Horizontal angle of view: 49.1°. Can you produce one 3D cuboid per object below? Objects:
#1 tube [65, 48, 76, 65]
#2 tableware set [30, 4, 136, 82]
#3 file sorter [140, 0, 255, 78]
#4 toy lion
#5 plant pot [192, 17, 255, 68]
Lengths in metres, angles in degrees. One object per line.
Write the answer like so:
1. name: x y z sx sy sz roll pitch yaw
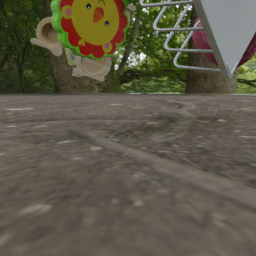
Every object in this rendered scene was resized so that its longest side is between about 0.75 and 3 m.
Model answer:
1. tube: -2.250 -3.691 10.893 0.630 2.428 0.704 1 34 12
2. tableware set: -1.231 -2.852 7.839 2.376 2.845 0.330 29 19 -2
3. file sorter: 1.589 -2.922 6.384 1.801 2.007 2.892 18 -19 42
4. toy lion: -0.678 -2.355 4.973 0.709 1.979 2.065 26 -12 50
5. plant pot: 3.286 -3.190 8.394 2.131 2.131 1.907 -2 -20 -14
